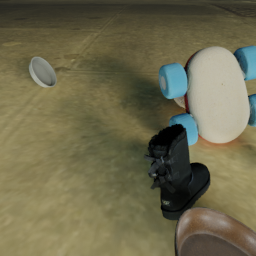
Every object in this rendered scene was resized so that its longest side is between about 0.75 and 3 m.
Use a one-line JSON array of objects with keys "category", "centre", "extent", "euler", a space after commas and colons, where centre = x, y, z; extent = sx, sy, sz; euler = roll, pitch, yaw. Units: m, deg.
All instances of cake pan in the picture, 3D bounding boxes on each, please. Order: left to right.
[{"category": "cake pan", "centre": [-2.965, -1.904, 9.711], "extent": [0.212, 1.157, 1.157], "euler": [-24, 22, 24]}]

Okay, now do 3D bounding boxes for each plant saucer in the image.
[{"category": "plant saucer", "centre": [1.434, 1.907, 3.160], "extent": [2.330, 0.374, 2.330], "euler": [28, 20, -11]}]

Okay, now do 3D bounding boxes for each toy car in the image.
[{"category": "toy car", "centre": [1.921, -0.851, 7.504], "extent": [2.375, 2.279, 2.577], "euler": [-15, 8, -8]}]

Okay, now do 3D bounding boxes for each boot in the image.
[{"category": "boot", "centre": [0.951, 0.614, 5.004], "extent": [0.640, 1.418, 1.730], "euler": [1, 22, 35]}]
